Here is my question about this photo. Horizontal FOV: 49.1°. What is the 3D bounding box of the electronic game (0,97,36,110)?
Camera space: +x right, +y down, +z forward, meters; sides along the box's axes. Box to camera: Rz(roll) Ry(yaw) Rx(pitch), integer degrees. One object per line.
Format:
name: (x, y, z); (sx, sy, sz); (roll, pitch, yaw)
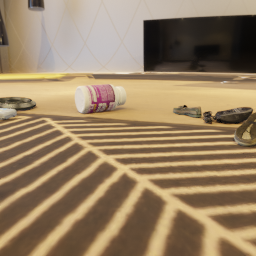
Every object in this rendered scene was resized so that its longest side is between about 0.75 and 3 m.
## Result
electronic game: (-5.608, -1.181, 13.787); (2.059, 0.429, 2.059); (4, 18, -1)

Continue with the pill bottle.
pill bottle: (-1.234, -1.399, 13.028); (2.215, 1.244, 1.244); (-10, 17, -31)

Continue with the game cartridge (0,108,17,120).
game cartridge: (-5.694, -0.605, 11.822); (1.698, 0.344, 1.132); (2, 11, 8)

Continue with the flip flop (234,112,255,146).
flip flop: (4.065, 0.077, 8.613); (2.302, 0.663, 0.934); (-29, 33, -34)

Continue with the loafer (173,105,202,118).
loafer: (2.595, -0.806, 12.212); (0.555, 0.486, 1.545); (-10, 18, -36)

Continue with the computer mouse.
computer mouse: (3.880, -0.417, 10.874); (1.867, 0.492, 1.293); (-9, 14, 15)
